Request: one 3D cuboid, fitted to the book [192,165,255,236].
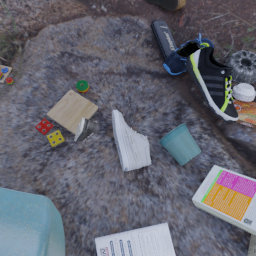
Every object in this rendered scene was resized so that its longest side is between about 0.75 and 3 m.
[{"bbox_3d":[3.120,1.988,7.906,2.129,0.512,1.422,20,63,41],"label":"book"}]

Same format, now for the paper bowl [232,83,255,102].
[{"bbox_3d":[4.165,-1.310,10.027,0.797,0.415,0.797,5,38,-3],"label":"paper bowl"}]

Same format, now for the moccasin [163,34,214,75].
[{"bbox_3d":[2.470,-2.747,10.345,1.084,0.918,2.693,45,55,8],"label":"moccasin"}]

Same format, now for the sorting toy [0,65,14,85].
[{"bbox_3d":[-5.011,-2.160,10.715,1.501,0.254,0.723,14,64,7],"label":"sorting toy"}]

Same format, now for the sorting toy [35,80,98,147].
[{"bbox_3d":[-1.944,-0.440,9.730,1.268,0.445,2.630,32,67,15],"label":"sorting toy"}]

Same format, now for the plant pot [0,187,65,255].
[{"bbox_3d":[-2.954,3.090,6.720,2.843,2.851,2.904,11,58,5],"label":"plant pot"}]

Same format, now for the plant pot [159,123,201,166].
[{"bbox_3d":[1.712,0.570,8.948,1.063,1.063,1.041,-31,75,-15],"label":"plant pot"}]

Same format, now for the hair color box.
[{"bbox_3d":[0.194,3.355,7.702,2.046,0.619,1.023,-10,64,-5],"label":"hair color box"}]

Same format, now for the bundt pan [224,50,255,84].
[{"bbox_3d":[4.451,-2.387,10.673,1.440,0.541,1.440,0,64,0],"label":"bundt pan"}]

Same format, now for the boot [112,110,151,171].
[{"bbox_3d":[0.117,0.338,9.249,1.014,0.781,2.123,-9,72,-12],"label":"boot"}]

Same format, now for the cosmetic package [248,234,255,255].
[{"bbox_3d":[4.341,2.622,7.899,1.289,0.910,2.489,17,65,12],"label":"cosmetic package"}]

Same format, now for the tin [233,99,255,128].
[{"bbox_3d":[4.287,-0.482,9.839,1.604,0.336,0.898,20,61,10],"label":"tin"}]

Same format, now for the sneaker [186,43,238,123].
[{"bbox_3d":[2.885,-1.436,8.868,2.696,1.116,0.967,57,36,1],"label":"sneaker"}]

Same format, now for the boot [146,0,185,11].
[{"bbox_3d":[1.466,-5.981,12.486,2.488,0.916,0.939,42,44,20],"label":"boot"}]

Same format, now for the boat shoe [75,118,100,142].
[{"bbox_3d":[-1.160,0.111,7.743,0.487,1.711,0.572,15,77,-13],"label":"boat shoe"}]

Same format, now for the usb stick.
[{"bbox_3d":[1.574,-3.207,11.097,0.762,0.448,2.747,-7,63,-17],"label":"usb stick"}]
